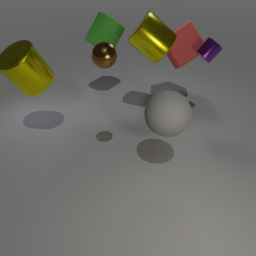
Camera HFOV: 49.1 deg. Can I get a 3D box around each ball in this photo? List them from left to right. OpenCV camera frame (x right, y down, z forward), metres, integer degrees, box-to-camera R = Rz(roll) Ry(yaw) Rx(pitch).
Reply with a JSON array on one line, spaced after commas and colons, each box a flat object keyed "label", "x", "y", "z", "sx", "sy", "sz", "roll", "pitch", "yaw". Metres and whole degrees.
[{"label": "ball", "x": -0.636, "y": -1.950, "z": 7.529, "sx": 0.700, "sy": 0.700, "sz": 0.700, "roll": 0, "pitch": 32, "yaw": 0}, {"label": "ball", "x": 1.192, "y": -0.428, "z": 8.399, "sx": 1.400, "sy": 1.400, "sz": 1.400, "roll": 0, "pitch": 32, "yaw": 0}]

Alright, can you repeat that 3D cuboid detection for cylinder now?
[{"label": "cylinder", "x": -3.513, "y": -2.041, "z": 9.689, "sx": 1.400, "sy": 1.400, "sz": 1.400, "roll": -12, "pitch": 53, "yaw": 16}, {"label": "cylinder", "x": -1.061, "y": -4.348, "z": 12.926, "sx": 1.400, "sy": 1.400, "sz": 1.400, "roll": 30, "pitch": 9, "yaw": -5}, {"label": "cylinder", "x": 0.931, "y": -3.472, "z": 10.834, "sx": 1.400, "sy": 1.400, "sz": 1.400, "roll": 36, "pitch": 30, "yaw": -14}, {"label": "cylinder", "x": 3.055, "y": -2.934, "z": 10.576, "sx": 0.700, "sy": 0.700, "sz": 0.700, "roll": 38, "pitch": 16, "yaw": -13}]

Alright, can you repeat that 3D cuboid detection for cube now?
[{"label": "cube", "x": 2.402, "y": -3.604, "z": 12.345, "sx": 1.400, "sy": 1.400, "sz": 1.400, "roll": -34, "pitch": 7, "yaw": 6}]
